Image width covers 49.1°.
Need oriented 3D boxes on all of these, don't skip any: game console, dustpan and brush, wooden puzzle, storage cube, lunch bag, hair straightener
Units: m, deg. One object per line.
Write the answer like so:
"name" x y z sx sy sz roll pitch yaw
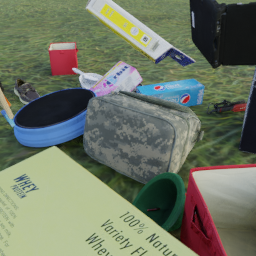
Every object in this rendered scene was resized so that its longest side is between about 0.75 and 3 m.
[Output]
"game console" 2.022 -2.063 5.611 0.999 1.716 1.510 -27 62 1
"dustpan and brush" -1.614 -1.958 11.000 1.646 0.471 1.149 25 40 33
"wooden puzzle" -1.414 -0.431 2.940 0.108 0.922 0.622 -36 72 -25
"storage cube" -2.725 -2.970 11.994 1.243 1.118 1.063 -4 33 -7
"lunch bag" 0.392 0.043 6.864 2.460 1.714 2.064 19 21 27
"hair straightener" 3.251 -0.700 9.273 1.522 0.311 0.585 -13 34 -12
"storage cube" 1.801 1.698 4.121 1.906 1.713 1.629 -4 33 -4

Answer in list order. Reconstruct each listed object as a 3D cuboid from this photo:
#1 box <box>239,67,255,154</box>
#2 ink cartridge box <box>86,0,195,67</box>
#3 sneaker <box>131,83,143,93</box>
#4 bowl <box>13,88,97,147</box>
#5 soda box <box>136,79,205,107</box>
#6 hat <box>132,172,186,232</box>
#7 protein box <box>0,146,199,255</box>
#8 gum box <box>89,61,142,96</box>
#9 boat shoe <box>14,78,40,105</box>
"box" 3.848 -0.635 7.445 1.264 2.052 2.035 12 35 19
"ink cartridge box" 0.268 -1.557 5.059 1.830 0.430 1.808 39 11 -2
"sneaker" 0.163 -1.630 10.398 0.541 0.581 1.464 -25 41 -36
"bowl" -2.024 -0.423 8.071 2.617 0.514 2.617 -11 30 6
"soda box" 1.408 -1.085 9.420 2.178 0.699 0.739 -10 34 -16
"hat" 1.034 1.744 5.432 1.637 1.441 1.356 -49 24 5
"protein box" -1.183 2.109 3.258 2.837 1.914 2.816 -28 42 -37
"gum box" -0.426 -1.422 9.328 1.718 0.568 0.975 -44 44 -6
"boat shoe" -3.603 -1.298 9.884 0.628 0.556 1.716 -27 41 -35
